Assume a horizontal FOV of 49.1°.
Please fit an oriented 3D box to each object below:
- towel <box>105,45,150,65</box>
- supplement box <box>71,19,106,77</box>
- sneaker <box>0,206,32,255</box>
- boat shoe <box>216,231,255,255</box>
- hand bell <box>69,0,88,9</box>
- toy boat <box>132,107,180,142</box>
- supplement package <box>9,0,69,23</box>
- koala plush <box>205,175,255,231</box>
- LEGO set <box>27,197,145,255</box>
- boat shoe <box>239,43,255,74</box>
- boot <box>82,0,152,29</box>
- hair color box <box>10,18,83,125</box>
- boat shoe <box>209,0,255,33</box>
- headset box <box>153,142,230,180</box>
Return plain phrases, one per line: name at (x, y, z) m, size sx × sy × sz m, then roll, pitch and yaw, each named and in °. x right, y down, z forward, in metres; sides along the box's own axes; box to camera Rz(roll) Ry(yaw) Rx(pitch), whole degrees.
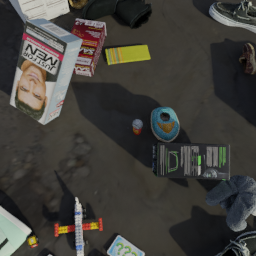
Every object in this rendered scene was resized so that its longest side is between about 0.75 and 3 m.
towel at (-0.015, -2.722, 10.438) m, size 1.607 × 0.145 × 0.692 m, roll -8°, pitch 67°, yaw -6°
supplement box at (-1.608, -2.976, 10.264) m, size 1.169 × 0.654 × 2.148 m, roll 9°, pitch 63°, yaw 5°
sneaker at (-3.560, 2.556, 7.149) m, size 1.873 × 0.689 × 1.105 m, roll 30°, pitch 59°, yaw 13°
boat shoe at (2.698, 3.101, 6.900) m, size 1.873 × 0.640 × 0.691 m, roll -20°, pitch 61°, yaw -11°
hand bell at (-2.647, -5.866, 11.895) m, size 1.013 × 1.013 × 1.946 m, roll -41°, pitch 57°, yaw -20°
toy boat at (0.864, -0.101, 8.655) m, size 1.477 × 0.687 × 1.242 m, roll -9°, pitch 62°, yaw -5°
supplement package at (-3.835, -5.581, 11.297) m, size 1.886 × 1.343 × 2.421 m, roll -29°, pitch 64°, yaw -16°
koala plush at (2.970, 1.861, 7.231) m, size 1.244 × 1.354 × 1.200 m, roll -52°, pitch 47°, yaw 13°
LEGO set at (-1.189, 3.121, 6.933) m, size 2.666 × 0.654 × 1.992 m, roll 31°, pitch 62°, yaw 16°
boat shoe at (4.276, -2.523, 10.136) m, size 0.475 × 0.477 × 1.321 m, roll 1°, pitch 67°, yaw -1°
boot at (-0.357, -4.570, 11.086) m, size 2.347 × 0.868 × 1.923 m, roll -41°, pitch 73°, yaw -20°
hair color box at (-2.471, -1.603, 8.243) m, size 1.350 × 2.728 × 0.827 m, roll 30°, pitch 32°, yaw 7°
boat shoe at (4.565, -4.523, 10.947) m, size 2.674 × 0.948 × 0.964 m, roll 22°, pitch 63°, yaw 12°
headset box at (1.640, 0.847, 7.431) m, size 1.869 × 1.627 × 0.867 m, roll 1°, pitch 86°, yaw 0°
